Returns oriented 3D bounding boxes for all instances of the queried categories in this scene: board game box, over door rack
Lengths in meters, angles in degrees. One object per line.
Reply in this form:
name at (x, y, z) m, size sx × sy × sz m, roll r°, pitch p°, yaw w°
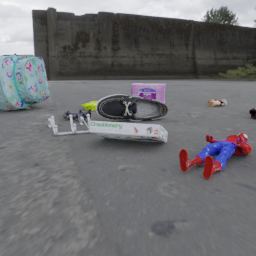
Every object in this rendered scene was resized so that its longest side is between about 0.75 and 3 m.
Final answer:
board game box at (0.041, 0.101, 6.988) m, size 1.750 × 0.303 × 1.105 m, roll 4°, pitch -8°, yaw 16°
over door rack at (-1.807, -0.182, 8.660) m, size 1.181 × 0.532 × 1.598 m, roll -4°, pitch 12°, yaw -22°

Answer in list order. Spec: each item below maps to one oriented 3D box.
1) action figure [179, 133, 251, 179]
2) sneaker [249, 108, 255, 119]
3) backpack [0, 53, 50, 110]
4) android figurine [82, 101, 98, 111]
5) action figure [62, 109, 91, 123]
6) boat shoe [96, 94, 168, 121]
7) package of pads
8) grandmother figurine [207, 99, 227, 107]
action figure at (1.986, 0.415, 5.792) m, size 0.794 × 0.628 × 2.428 m, roll 7°, pitch 11°, yaw 40°
sneaker at (5.256, -0.689, 10.949) m, size 0.916 × 0.600 × 1.586 m, roll 3°, pitch 13°, yaw 27°
backpack at (-5.082, -2.095, 12.807) m, size 2.190 × 2.583 × 2.909 m, roll -2°, pitch 13°, yaw 21°
android figurine at (-1.378, -1.058, 13.331) m, size 1.613 × 0.331 × 1.468 m, roll -3°, pitch 12°, yaw -24°
action figure at (-1.918, -0.481, 10.373) m, size 1.237 × 0.429 × 0.805 m, roll 6°, pitch 18°, yaw 39°
boat shoe at (0.184, -0.691, 10.187) m, size 2.655 × 0.981 × 0.801 m, roll 4°, pitch 5°, yaw -22°
package of pads at (1.106, -1.823, 15.026) m, size 1.836 × 1.106 × 0.695 m, roll 1°, pitch 12°, yaw 3°
grandmother figurine at (4.615, -1.287, 14.402) m, size 1.266 × 0.383 × 0.768 m, roll -4°, pitch 37°, yaw -34°
